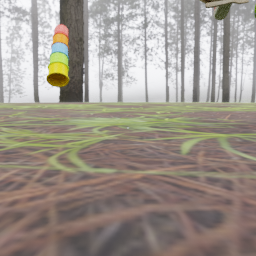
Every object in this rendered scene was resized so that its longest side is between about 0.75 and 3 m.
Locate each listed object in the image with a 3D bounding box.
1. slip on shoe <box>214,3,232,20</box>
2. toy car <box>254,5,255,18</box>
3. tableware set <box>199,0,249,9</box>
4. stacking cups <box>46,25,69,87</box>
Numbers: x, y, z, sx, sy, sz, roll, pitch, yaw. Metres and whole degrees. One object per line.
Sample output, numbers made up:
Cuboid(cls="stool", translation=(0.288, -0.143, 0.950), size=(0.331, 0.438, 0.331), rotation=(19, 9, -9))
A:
Cuboid(cls="slip on shoe", translation=(2.541, -3.373, 7.043), size=(0.485, 0.401, 1.310), rotation=(10, -35, -8))
Cuboid(cls="toy car", translation=(3.787, -3.149, 6.997), size=(1.386, 1.331, 1.687), rotation=(10, 41, 34))
Cuboid(cls="tableware set", translation=(2.552, -3.196, 6.327), size=(2.220, 1.468, 0.445), rotation=(-9, -27, -1))
Cuboid(cls="stacking cups", translation=(-2.123, -2.318, 8.568), size=(0.662, 2.189, 0.662), rotation=(-5, -28, -3))
